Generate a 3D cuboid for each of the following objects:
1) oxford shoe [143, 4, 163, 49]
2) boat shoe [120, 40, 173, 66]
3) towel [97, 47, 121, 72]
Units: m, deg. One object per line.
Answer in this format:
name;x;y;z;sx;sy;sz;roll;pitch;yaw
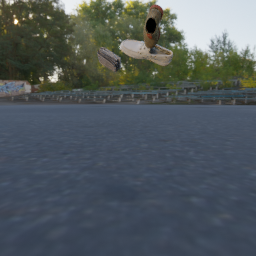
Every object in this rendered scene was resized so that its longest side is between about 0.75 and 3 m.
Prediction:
oxford shoe;0.640;-2.829;8.199;0.529;0.562;1.502;21;-28;10
boat shoe;0.814;-3.359;11.847;2.282;0.808;0.791;14;-22;-3
towel;-0.700;-2.481;10.310;0.908;0.389;0.752;35;-13;9
